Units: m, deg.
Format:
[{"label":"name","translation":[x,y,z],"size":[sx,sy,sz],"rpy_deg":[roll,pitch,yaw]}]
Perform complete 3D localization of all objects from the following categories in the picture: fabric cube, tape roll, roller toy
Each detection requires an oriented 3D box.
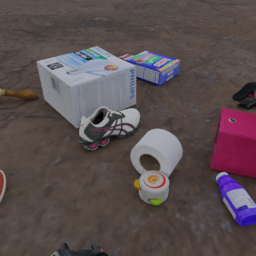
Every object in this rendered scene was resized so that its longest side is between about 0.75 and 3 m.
[{"label":"fabric cube","translation":[3.510,0.452,8.730],"size":[1.505,1.510,1.482],"rpy_deg":[12,36,15]},{"label":"tape roll","translation":[0.856,0.803,8.393],"size":[1.326,1.326,0.910],"rpy_deg":[19,39,24]},{"label":"roller toy","translation":[0.714,1.627,7.833],"size":[0.915,0.639,0.834],"rpy_deg":[29,45,34]}]

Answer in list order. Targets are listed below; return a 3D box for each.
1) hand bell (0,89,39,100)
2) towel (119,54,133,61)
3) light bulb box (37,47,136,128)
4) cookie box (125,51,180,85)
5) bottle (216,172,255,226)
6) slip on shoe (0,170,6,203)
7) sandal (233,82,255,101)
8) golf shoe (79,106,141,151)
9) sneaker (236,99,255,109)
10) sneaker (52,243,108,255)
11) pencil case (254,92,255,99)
[{"label":"hand bell","translation":[-5.161,-1.508,12.041],"size":[2.536,1.320,1.320],"rpy_deg":[2,34,-17]},{"label":"towel","translation":[0.124,-4.018,16.123],"size":[1.129,0.128,0.813],"rpy_deg":[28,44,34]},{"label":"light bulb box","translation":[-1.661,-1.836,11.602],"size":[2.964,1.849,2.937],"rpy_deg":[-25,43,-30]},{"label":"cookie box","translation":[1.235,-3.105,14.249],"size":[2.152,0.809,1.840],"rpy_deg":[25,41,29]},{"label":"bottle","translation":[2.908,1.870,7.609],"size":[0.651,0.509,1.559],"rpy_deg":[-9,37,-9]},{"label":"slip on shoe","translation":[-4.029,1.955,7.252],"size":[0.974,0.805,2.629],"rpy_deg":[4,34,9]},{"label":"sandal","translation":[5.362,-1.609,12.659],"size":[1.617,0.364,0.607],"rpy_deg":[-33,39,-17]},{"label":"golf shoe","translation":[-0.520,-0.231,9.973],"size":[1.060,1.209,2.746],"rpy_deg":[29,43,35]},{"label":"sneaker","translation":[5.131,-1.085,11.895],"size":[0.986,0.296,0.514],"rpy_deg":[-24,47,-24]},{"label":"sneaker","translation":[-0.578,2.938,5.807],"size":[2.351,0.902,0.985],"rpy_deg":[11,41,13]},{"label":"pencil case","translation":[6.250,-1.477,12.165],"size":[1.318,0.617,0.598],"rpy_deg":[-5,33,-8]}]
